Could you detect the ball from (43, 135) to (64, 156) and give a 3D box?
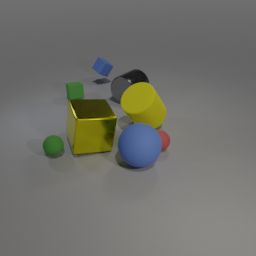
[{"bbox_3d":[-2.540,0.590,9.536,0.700,0.700,0.700,0,29,0],"label":"ball"}]

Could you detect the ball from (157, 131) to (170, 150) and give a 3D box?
[{"bbox_3d":[1.138,0.442,9.886,0.700,0.700,0.700,0,29,0],"label":"ball"}]

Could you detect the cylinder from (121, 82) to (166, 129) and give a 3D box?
[{"bbox_3d":[0.626,-0.823,10.936,1.400,1.400,1.400,-13,57,21],"label":"cylinder"}]

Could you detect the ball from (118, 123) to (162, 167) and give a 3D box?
[{"bbox_3d":[0.373,0.544,8.940,1.400,1.400,1.400,0,29,0],"label":"ball"}]

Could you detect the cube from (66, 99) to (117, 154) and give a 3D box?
[{"bbox_3d":[-1.325,-0.089,9.853,1.400,1.400,1.400,-3,34,-23],"label":"cube"}]

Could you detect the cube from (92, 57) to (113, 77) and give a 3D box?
[{"bbox_3d":[-1.377,-3.334,15.319,0.700,0.700,0.700,44,21,30],"label":"cube"}]

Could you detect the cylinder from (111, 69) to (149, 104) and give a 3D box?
[{"bbox_3d":[0.111,-1.992,13.553,1.400,1.400,1.400,18,34,28],"label":"cylinder"}]

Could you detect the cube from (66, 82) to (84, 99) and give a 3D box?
[{"bbox_3d":[-2.570,-1.817,13.553,0.700,0.700,0.700,-10,20,-21],"label":"cube"}]
